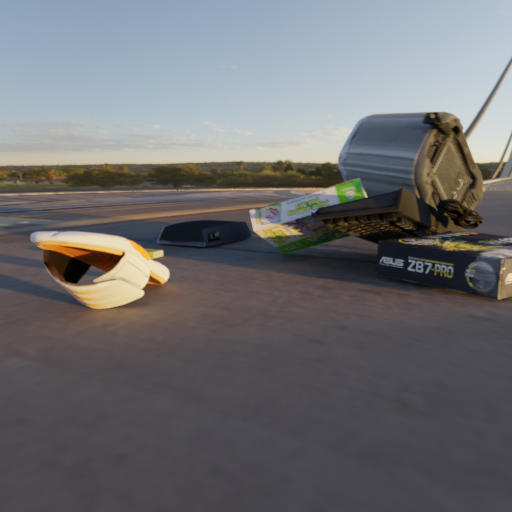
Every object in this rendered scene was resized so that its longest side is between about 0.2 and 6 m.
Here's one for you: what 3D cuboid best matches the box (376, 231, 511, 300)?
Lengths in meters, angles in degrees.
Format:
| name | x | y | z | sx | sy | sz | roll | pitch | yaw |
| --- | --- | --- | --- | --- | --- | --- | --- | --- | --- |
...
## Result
| name | x | y | z | sx | sy | sz | roll | pitch | yaw |
| --- | --- | --- | --- | --- | --- | --- | --- | --- | --- |
| box | 3.477 | 0.076 | 8.722 | 2.567 | 0.630 | 2.069 | -6 | 14 | -38 |

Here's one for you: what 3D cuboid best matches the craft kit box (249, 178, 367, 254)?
| name | x | y | z | sx | sy | sz | roll | pitch | yaw |
| --- | --- | --- | --- | --- | --- | --- | --- | --- | --- |
| craft kit box | 1.118 | -0.660 | 10.307 | 1.971 | 0.484 | 1.996 | -13 | -16 | 16 |

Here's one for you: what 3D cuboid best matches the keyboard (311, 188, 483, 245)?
| name | x | y | z | sx | sy | sz | roll | pitch | yaw |
| --- | --- | --- | --- | --- | --- | --- | --- | --- | --- |
| keyboard | 2.731 | -0.506 | 9.822 | 2.196 | 0.469 | 3.657 | -11 | -12 | 32 |

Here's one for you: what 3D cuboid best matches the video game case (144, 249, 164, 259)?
| name | x | y | z | sx | sy | sz | roll | pitch | yaw |
| --- | --- | --- | --- | --- | --- | --- | --- | --- | --- |
| video game case | -2.544 | -0.018 | 10.941 | 1.104 | 0.141 | 0.998 | 4 | 10 | 29 |

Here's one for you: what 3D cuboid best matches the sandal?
| name | x | y | z | sx | sy | sz | roll | pitch | yaw |
| --- | --- | --- | --- | --- | --- | --- | --- | --- | --- |
| sandal | -1.812 | 0.310 | 7.178 | 1.054 | 0.788 | 2.751 | 3 | -12 | 14 |

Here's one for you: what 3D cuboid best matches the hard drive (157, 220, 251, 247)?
| name | x | y | z | sx | sy | sz | roll | pitch | yaw |
| --- | --- | --- | --- | --- | --- | --- | --- | --- | --- |
| hard drive | -1.182 | -0.562 | 13.350 | 1.468 | 0.461 | 2.177 | 5 | 10 | 27 |

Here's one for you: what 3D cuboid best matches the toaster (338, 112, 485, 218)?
| name | x | y | z | sx | sy | sz | roll | pitch | yaw |
| --- | --- | --- | --- | --- | --- | --- | --- | --- | --- |
| toaster | 3.191 | -1.728 | 11.724 | 2.149 | 1.890 | 3.327 | 15 | -20 | 42 |
